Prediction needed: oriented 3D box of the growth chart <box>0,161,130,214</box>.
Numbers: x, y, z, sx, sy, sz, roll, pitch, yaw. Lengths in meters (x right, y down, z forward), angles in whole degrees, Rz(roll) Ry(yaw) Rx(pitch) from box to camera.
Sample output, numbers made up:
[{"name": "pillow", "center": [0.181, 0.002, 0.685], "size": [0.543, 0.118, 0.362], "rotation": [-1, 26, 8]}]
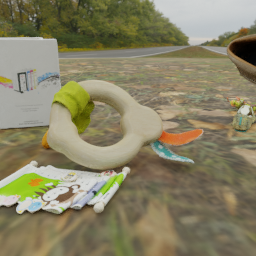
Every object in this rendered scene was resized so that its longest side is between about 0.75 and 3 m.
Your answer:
[{"name": "growth chart", "center": [-1.054, 0.871, 4.212], "size": [1.939, 0.172, 1.403], "rotation": [3, 18, 13]}]

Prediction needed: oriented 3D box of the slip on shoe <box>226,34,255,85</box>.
[{"name": "slip on shoe", "center": [2.028, -0.815, 3.471], "size": [0.681, 0.854, 2.247], "rotation": [29, 15, -19]}]

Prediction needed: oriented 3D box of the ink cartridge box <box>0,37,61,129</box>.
[{"name": "ink cartridge box", "center": [-2.765, -1.331, 7.819], "size": [1.650, 2.281, 1.679], "rotation": [-5, 17, -16]}]

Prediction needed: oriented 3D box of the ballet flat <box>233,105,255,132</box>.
[{"name": "ballet flat", "center": [3.167, -0.338, 7.594], "size": [0.570, 0.570, 1.612], "rotation": [8, 18, 26]}]

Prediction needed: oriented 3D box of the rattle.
[{"name": "rattle", "center": [-0.222, 0.314, 5.489], "size": [2.716, 1.940, 1.768], "rotation": [10, 42, -19]}]

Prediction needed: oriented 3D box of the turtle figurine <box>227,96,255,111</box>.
[{"name": "turtle figurine", "center": [3.771, -0.743, 9.134], "size": [0.996, 0.398, 1.235], "rotation": [12, 3, 5]}]
